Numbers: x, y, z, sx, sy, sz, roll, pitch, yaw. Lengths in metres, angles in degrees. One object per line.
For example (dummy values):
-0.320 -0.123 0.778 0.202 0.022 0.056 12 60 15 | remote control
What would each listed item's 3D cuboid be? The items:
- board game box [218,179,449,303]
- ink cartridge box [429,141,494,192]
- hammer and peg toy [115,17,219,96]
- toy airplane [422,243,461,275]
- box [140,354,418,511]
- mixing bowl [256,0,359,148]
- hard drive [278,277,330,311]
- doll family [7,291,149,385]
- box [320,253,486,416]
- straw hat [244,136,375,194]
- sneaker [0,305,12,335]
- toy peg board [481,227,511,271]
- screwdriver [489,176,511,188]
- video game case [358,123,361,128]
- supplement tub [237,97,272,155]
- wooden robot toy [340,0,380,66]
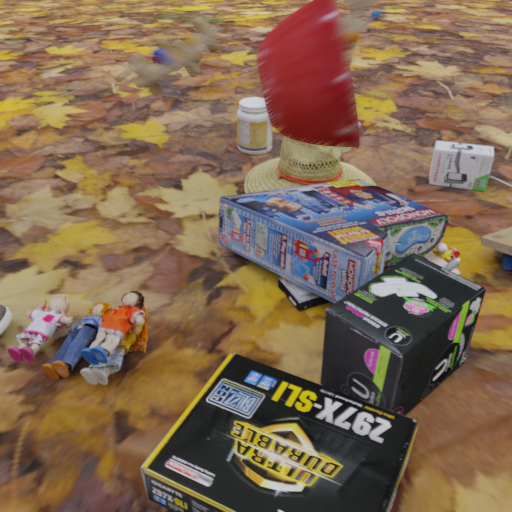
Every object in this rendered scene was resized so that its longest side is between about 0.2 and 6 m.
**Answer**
1.485 -0.290 9.625 3.245 1.001 3.243 -11 28 -26 | board game box
4.591 -2.018 12.603 1.250 0.912 0.525 9 37 15 | ink cartridge box
-1.820 -3.838 11.196 2.050 0.723 1.508 -13 37 34 | hammer and peg toy
3.174 0.039 9.844 0.815 0.575 0.811 10 36 14 | toy airplane
0.331 2.323 6.422 2.541 0.627 2.029 16 36 23 | box
0.706 -2.531 8.149 1.206 2.226 2.226 -12 33 8 | mixing bowl
1.016 0.511 9.458 1.099 0.208 0.768 -13 36 -21 | hard drive
-2.337 1.154 8.083 2.230 1.005 1.384 -4 37 27 | doll family
1.938 1.096 7.512 1.907 1.416 1.185 -26 42 -33 | box
1.182 -2.161 12.414 3.236 1.369 3.236 0 33 0 | straw hat
-4.942 0.875 8.200 2.470 1.011 0.952 -4 34 -6 | sneaker
5.297 0.105 9.676 1.916 0.937 1.908 -15 21 -23 | toy peg board
5.933 -1.365 12.130 0.307 0.320 2.201 -16 41 -25 | screwdriver
1.984 -3.796 15.913 1.353 0.163 1.484 -19 39 -26 | video game case
-0.035 -3.281 14.169 0.900 1.244 0.900 0 34 0 | supplement tub
1.337 -3.739 10.068 0.995 1.025 2.258 12 -11 -20 | wooden robot toy
